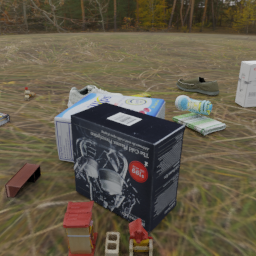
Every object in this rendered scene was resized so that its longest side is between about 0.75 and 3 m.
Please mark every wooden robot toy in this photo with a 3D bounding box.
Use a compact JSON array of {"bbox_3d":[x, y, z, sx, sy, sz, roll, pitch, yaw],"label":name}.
[{"bbox_3d":[-5.211,-1.842,14.910,0.559,0.543,1.232,3,22,-21],"label":"wooden robot toy"}]

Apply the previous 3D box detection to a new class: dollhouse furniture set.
[{"bbox_3d":[-0.368,2.058,5.635,1.734,0.933,0.705,0,24,1],"label":"dollhouse furniture set"}]

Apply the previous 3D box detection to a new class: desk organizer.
[{"bbox_3d":[-2.851,1.427,7.696,0.435,0.405,1.130,6,25,8],"label":"desk organizer"}]

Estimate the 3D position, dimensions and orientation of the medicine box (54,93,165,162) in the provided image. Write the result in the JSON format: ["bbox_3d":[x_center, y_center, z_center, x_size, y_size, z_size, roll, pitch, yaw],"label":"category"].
[{"bbox_3d":[-0.462,0.003,9.465,2.983,1.536,2.717,7,25,15],"label":"medicine box"}]

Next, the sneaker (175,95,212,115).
[{"bbox_3d":[2.799,-0.942,11.501,1.656,0.659,1.081,7,3,-39],"label":"sneaker"}]

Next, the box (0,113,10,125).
[{"bbox_3d":[-5.841,-0.362,11.769,1.309,0.316,1.036,10,26,22],"label":"box"}]

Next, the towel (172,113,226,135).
[{"bbox_3d":[2.898,-0.205,11.559,1.352,0.278,1.813,-11,24,-32],"label":"towel"}]

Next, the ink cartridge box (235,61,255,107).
[{"bbox_3d":[6.243,-2.158,13.572,1.545,2.109,0.873,-4,25,-10],"label":"ink cartridge box"}]

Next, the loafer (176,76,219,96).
[{"bbox_3d":[3.957,-2.520,15.866,2.570,0.895,0.966,16,29,32],"label":"loafer"}]

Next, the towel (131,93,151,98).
[{"bbox_3d":[0.431,-1.620,14.843,1.512,0.137,0.651,-14,22,-26],"label":"towel"}]

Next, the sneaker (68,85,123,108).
[{"bbox_3d":[-1.442,-1.448,13.166,2.726,1.105,1.024,-8,30,-24],"label":"sneaker"}]

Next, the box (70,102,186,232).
[{"bbox_3d":[-0.070,0.815,6.806,2.453,2.233,1.277,18,30,34],"label":"box"}]
